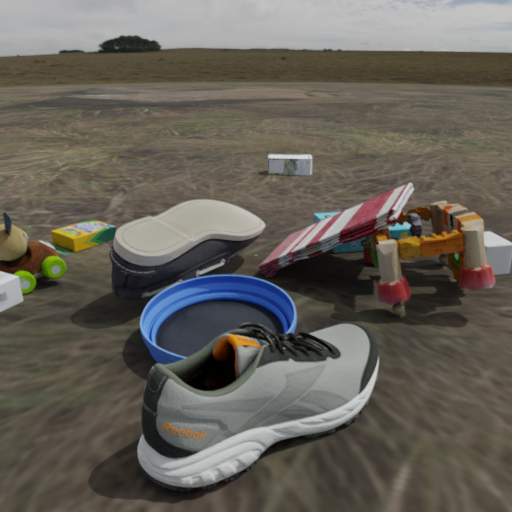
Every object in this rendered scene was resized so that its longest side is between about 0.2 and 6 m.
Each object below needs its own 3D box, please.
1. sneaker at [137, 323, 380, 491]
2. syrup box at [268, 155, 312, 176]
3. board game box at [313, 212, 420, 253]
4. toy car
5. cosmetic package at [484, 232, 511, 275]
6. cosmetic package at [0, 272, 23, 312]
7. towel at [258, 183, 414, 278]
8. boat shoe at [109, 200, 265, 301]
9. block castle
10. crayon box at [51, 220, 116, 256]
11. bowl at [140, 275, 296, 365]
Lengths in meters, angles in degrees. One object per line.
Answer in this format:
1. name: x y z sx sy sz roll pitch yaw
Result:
1. sneaker: 0.204 1.166 5.504 2.916 1.156 1.078 -16 25 -38
2. syrup box: 0.955 -2.579 15.873 1.234 0.486 0.503 1 22 3
3. board game box: 2.081 -0.498 10.721 1.671 0.392 1.261 -4 22 -11
4. toy car: -3.702 -0.208 8.684 0.993 1.258 1.034 -31 35 -31
5. cosmetic package: 3.833 -0.036 9.351 0.541 0.544 0.650 -5 23 -14
6. cosmetic package: -3.907 0.531 8.085 0.693 0.426 0.691 10 23 27
7. towel: 1.337 -0.430 9.188 2.424 0.276 1.746 -23 10 30
8. boat shoe: -1.037 -0.125 8.800 1.152 0.995 3.171 34 29 23
9. block castle: 2.531 -0.013 8.600 1.621 1.138 2.425 -10 14 7
10. crayon box: -3.304 -0.364 10.530 0.712 0.292 1.133 16 27 36
11. bowl: -0.463 0.869 7.064 1.948 0.382 1.948 -1 27 1
